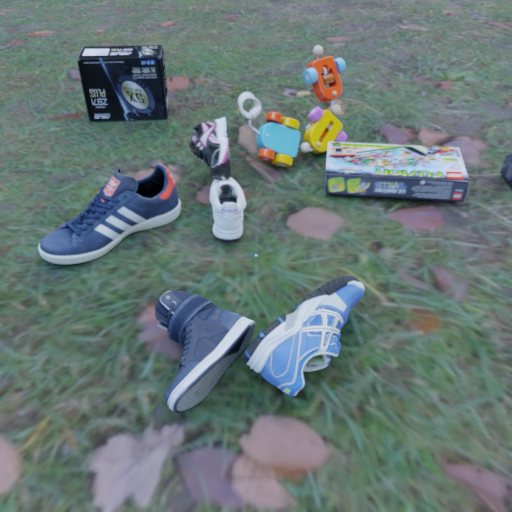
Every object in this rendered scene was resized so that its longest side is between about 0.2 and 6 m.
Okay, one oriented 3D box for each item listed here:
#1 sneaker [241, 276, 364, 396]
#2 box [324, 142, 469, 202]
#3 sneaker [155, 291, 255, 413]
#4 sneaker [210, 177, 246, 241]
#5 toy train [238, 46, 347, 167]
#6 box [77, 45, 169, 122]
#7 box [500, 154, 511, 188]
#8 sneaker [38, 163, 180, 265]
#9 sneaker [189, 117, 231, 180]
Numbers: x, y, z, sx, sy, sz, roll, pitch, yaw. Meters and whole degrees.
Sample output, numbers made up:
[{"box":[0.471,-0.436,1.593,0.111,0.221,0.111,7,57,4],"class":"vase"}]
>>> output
[{"box":[0.935,1.217,8.862,2.596,0.983,1.000,-35,74,-34],"class":"sneaker"},{"box":[3.089,-1.927,12.618,3.016,0.524,1.660,4,37,7],"class":"box"},{"box":[-1.135,1.355,8.515,1.498,0.788,2.073,28,37,14],"class":"sneaker"},{"box":[-0.541,-1.227,11.500,0.772,1.028,2.063,-1,37,-8],"class":"sneaker"},{"box":[0.953,-3.482,13.517,3.165,2.377,0.880,-30,15,-23],"class":"toy train"},{"box":[-3.493,-4.608,14.989,2.143,1.755,0.923,-2,40,-4],"class":"box"},{"box":[6.149,-1.867,12.657,0.854,0.510,0.868,1,39,-5],"class":"box"},{"box":[-2.900,-0.946,10.990,3.033,1.282,1.137,-31,49,-31],"class":"sneaker"},{"box":[-1.026,-2.307,12.321,0.883,0.822,2.046,-6,37,-1],"class":"sneaker"}]
